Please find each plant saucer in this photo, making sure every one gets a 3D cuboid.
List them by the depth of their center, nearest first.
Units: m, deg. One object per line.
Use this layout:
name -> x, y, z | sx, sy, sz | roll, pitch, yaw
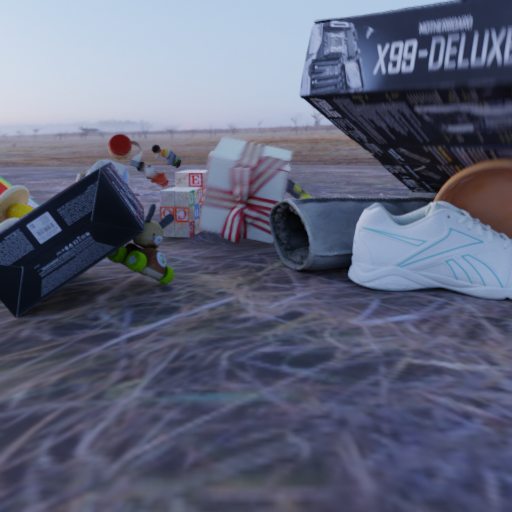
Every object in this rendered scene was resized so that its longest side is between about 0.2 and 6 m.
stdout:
plant saucer -> 3.374, -0.505, 7.656 | 1.891, 1.891, 0.354 | 5, 38, 24

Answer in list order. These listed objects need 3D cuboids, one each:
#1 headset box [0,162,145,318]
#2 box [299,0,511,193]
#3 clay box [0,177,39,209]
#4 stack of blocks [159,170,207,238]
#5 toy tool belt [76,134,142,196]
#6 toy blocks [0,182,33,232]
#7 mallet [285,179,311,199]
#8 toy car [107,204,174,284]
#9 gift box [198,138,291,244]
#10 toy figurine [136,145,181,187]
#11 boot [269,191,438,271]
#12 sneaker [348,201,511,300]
headset box -> -2.439, -0.367, 7.358 | 1.802, 0.909, 2.424 | -35, 16, -4
box -> 3.018, -1.821, 7.496 | 3.273, 1.033, 4.150 | 7, -7, 37
clay box -> -5.443, -0.986, 11.393 | 1.467, 0.608, 2.553 | 38, 10, -4
stack of blocks -> -1.455, -1.236, 12.594 | 0.662, 1.302, 2.261 | 2, 12, 12
toy tool belt -> -2.913, -1.335, 11.084 | 1.195, 1.914, 1.176 | 16, -18, -5
toy blocks -> -4.796, -0.934, 9.377 | 2.512, 0.912, 2.094 | 32, 16, 6
mallet -> 1.207, -1.161, 11.711 | 1.019, 0.636, 3.093 | -5, 33, -21
toy car -> -1.433, -0.203, 7.667 | 0.747, 0.947, 0.778 | 20, -7, 32
gift box -> -0.058, -1.280, 10.640 | 1.818, 1.677, 1.697 | 8, 27, 4
toy figurine -> -2.125, -1.987, 12.166 | 0.576, 0.816, 0.829 | 35, 2, -37
boot -> 2.154, -0.594, 9.909 | 3.918, 1.422, 3.562 | -9, 12, -10
sneaker -> 2.725, -0.098, 7.400 | 2.946, 1.180, 1.036 | 4, 10, 12
